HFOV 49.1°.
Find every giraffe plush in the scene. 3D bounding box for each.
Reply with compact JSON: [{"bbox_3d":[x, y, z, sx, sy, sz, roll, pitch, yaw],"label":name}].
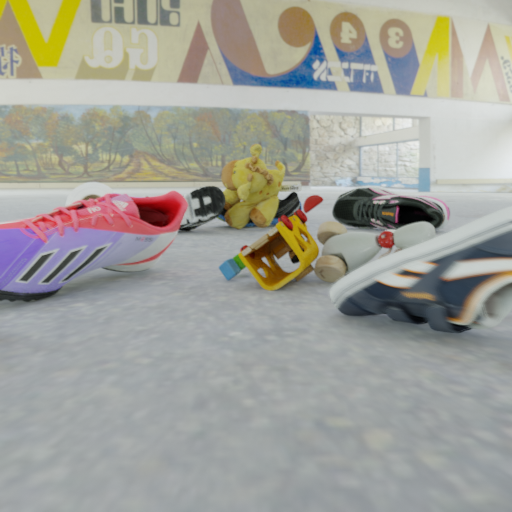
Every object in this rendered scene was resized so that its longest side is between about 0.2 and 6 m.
[{"bbox_3d":[-0.151,-1.886,14.746,2.280,1.967,1.849,-19,-20,17],"label":"giraffe plush"}]

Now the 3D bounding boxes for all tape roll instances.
[{"bbox_3d":[-3.911,-1.107,13.525,1.290,1.290,0.451,-1,-11,-4],"label":"tape roll"}]

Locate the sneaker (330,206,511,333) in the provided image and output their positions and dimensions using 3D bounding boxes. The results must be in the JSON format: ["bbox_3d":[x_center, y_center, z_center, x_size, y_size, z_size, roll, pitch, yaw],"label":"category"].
[{"bbox_3d":[1.709,0.346,5.330,0.889,0.900,2.267,5,-25,-46],"label":"sneaker"}]

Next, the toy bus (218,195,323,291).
[{"bbox_3d":[0.451,-0.056,7.957,1.656,0.856,1.563,-34,-3,-23],"label":"toy bus"}]

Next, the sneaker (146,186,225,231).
[{"bbox_3d":[-2.208,-1.045,14.649,2.975,0.989,1.346,-11,-12,1],"label":"sneaker"}]

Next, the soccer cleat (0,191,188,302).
[{"bbox_3d":[-2.262,-0.317,7.354,1.171,1.257,3.434,51,28,15],"label":"soccer cleat"}]

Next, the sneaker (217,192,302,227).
[{"bbox_3d":[0.024,-1.433,16.390,2.701,1.119,0.957,-6,12,-14],"label":"sneaker"}]

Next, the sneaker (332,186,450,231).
[{"bbox_3d":[3.495,-1.226,14.865,3.076,1.236,1.328,2,10,22],"label":"sneaker"}]

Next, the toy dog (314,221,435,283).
[{"bbox_3d":[1.630,0.009,7.846,1.762,1.162,0.848,14,-23,42],"label":"toy dog"}]
